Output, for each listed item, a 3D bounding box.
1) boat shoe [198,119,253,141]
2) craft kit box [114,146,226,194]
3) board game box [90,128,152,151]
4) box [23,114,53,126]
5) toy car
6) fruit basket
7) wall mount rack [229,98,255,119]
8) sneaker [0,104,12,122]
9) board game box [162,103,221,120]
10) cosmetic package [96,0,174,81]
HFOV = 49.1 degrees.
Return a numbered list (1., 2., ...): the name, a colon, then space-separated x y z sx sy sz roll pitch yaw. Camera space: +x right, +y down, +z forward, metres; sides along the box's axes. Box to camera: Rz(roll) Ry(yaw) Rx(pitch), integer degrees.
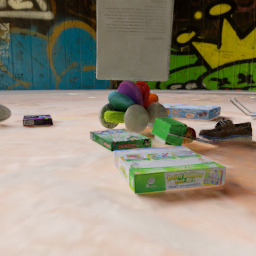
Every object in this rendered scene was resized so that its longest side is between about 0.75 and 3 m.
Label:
1. boat shoe: 2.262 0.033 6.520 1.341 0.485 0.485 0 9 -16
2. craft kit box: 0.532 0.559 4.146 1.274 0.309 1.258 -2 7 -14
3. board game box: -0.208 0.237 6.292 0.926 0.200 1.376 -4 10 -25
4. box: -2.997 -0.270 9.279 0.905 0.229 1.267 -3 9 -19
5. toy car: 0.136 -0.648 7.916 1.861 1.396 1.629 -10 15 -41
6. fruit basket: 1.162 0.167 6.129 1.191 0.558 1.103 19 7 -29
7. wall mount rack: 4.848 -0.780 10.866 1.669 0.716 1.921 5 10 28
8. sneaker: -4.728 -0.593 9.604 2.073 0.733 1.028 -2 14 14
9. board game box: 2.307 -0.682 11.128 2.303 0.421 1.742 6 11 31
10. cosmetic package: 0.110 -2.583 7.840 1.938 2.330 1.950 1 15 -4
